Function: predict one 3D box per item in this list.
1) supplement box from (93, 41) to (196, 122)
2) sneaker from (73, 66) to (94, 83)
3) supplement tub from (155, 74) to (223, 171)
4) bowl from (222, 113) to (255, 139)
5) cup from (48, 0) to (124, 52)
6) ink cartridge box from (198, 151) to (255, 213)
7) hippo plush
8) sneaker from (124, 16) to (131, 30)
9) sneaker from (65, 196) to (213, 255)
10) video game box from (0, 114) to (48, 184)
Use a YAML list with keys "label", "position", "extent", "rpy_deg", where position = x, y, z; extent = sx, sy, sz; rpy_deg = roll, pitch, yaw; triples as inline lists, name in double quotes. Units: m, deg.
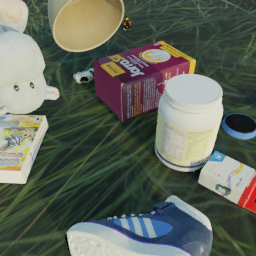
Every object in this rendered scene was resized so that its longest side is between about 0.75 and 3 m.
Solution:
- label: "supplement box"
  position: [0.523, -1.665, 9.393]
  extent: [2.843, 1.467, 1.861]
  rpy_deg: [-23, 46, -24]
- label: "sneaker"
  position: [-1.423, -1.963, 10.557]
  extent: [1.166, 0.432, 0.516]
  rpy_deg: [-27, 47, -15]
- label: "supplement tub"
  position: [1.503, -0.114, 7.109]
  extent: [1.546, 2.132, 1.546]
  rpy_deg: [0, 41, 0]
- label: "bowl"
  position: [3.419, -0.079, 8.545]
  extent: [1.040, 0.204, 1.040]
  rpy_deg: [0, 42, 0]
- label: "cup"
  position: [-1.360, -3.416, 7.787]
  extent: [2.094, 2.094, 1.498]
  rpy_deg: [-21, 69, -22]
- label: "ink cartridge box"
  position: [2.579, 1.273, 6.767]
  extent: [1.487, 0.500, 0.864]
  rpy_deg: [27, 48, 26]
- label: "hippo plush"
  position: [-2.457, -1.049, 5.033]
  extent: [1.959, 2.460, 1.978]
  rpy_deg: [-18, 51, -28]
- label: "sneaker"
  position: [-0.060, -5.394, 14.410]
  extent: [0.367, 0.472, 1.049]
  rpy_deg: [-4, 41, -4]
- label: "sneaker"
  position: [0.329, 2.083, 5.665]
  extent: [2.656, 1.070, 1.945]
  rpy_deg: [1, 16, 27]
- label: "video game box"
  position: [-3.680, 0.465, 7.669]
  extent: [2.402, 0.562, 2.188]
  rpy_deg: [2, 44, 2]
